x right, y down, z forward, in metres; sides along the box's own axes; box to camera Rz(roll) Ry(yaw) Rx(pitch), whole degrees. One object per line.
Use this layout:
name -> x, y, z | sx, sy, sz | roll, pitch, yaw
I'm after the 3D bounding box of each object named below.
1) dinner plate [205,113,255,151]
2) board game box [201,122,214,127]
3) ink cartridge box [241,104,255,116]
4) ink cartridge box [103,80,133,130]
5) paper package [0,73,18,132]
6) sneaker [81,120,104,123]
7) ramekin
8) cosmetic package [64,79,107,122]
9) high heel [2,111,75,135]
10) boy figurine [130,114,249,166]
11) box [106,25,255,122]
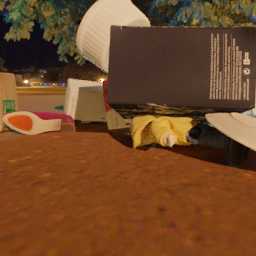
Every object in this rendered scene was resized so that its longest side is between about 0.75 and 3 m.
dinner plate -> 2.397, 0.147, 4.729 | 2.223, 0.269, 2.223 | 17, 18, -6
board game box -> 1.743, 0.083, 7.455 | 1.125, 0.350, 1.491 | 7, 11, 38
ink cartridge box -> 4.444, -1.028, 9.763 | 2.355, 0.992, 1.703 | -19, 0, -1
ink cartridge box -> 0.243, -0.822, 8.770 | 1.938, 1.420, 0.802 | -7, 36, -1
paper package -> -4.298, -0.803, 8.593 | 1.691, 1.774, 0.918 | 2, 9, 21
sneaker -> -1.531, -0.861, 11.024 | 0.834, 1.193, 2.065 | -4, 9, -21
ramekin -> -0.384, -2.942, 9.143 | 1.173, 2.406, 2.406 | 45, 28, 19
cosmetic package -> -0.947, -0.888, 9.546 | 2.292, 1.165, 0.849 | 1, 35, -21
high heel -> -2.582, -0.202, 8.243 | 2.019, 0.681, 0.970 | 12, 13, -23
boy figurine -> 0.995, 0.158, 5.498 | 2.453, 0.790, 1.525 | 5, 9, 34
box -> 1.079, -1.029, 6.470 | 2.703, 1.545, 2.968 | 3, -4, 6
